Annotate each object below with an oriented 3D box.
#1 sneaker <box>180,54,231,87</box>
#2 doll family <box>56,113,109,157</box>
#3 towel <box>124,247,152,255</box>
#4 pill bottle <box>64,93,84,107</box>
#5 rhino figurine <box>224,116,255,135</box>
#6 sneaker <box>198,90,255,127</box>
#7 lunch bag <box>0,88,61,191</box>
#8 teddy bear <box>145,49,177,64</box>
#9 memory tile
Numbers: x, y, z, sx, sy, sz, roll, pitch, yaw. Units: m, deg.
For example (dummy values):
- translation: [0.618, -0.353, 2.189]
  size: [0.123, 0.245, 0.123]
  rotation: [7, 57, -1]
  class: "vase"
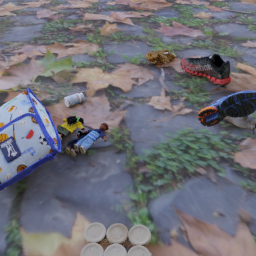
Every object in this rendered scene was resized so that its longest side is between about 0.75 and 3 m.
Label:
- translation: [3.671, -2.996, 13.223]
  size: [2.687, 1.313, 0.950]
  rotation: [31, 51, 34]
  class: "sneaker"
- translation: [-1.704, 0.178, 9.765]
  size: [2.413, 0.947, 1.395]
  rotation: [28, 45, 26]
  class: "doll family"
- translation: [0.027, 3.327, 6.573]
  size: [0.978, 0.175, 1.015]
  rotation: [7, 42, 13]
  class: "towel"
- translation: [-2.244, -1.199, 11.744]
  size: [0.783, 0.426, 0.426]
  rotation: [-26, 46, -28]
  class: "pill bottle"
- translation: [4.297, -0.378, 10.625]
  size: [0.888, 0.608, 2.032]
  rotation: [-36, 53, -26]
  class: "rhino figurine"
- translation: [2.383, -0.551, 6.573]
  size: [1.592, 0.600, 0.624]
  rotation: [-19, 20, 47]
  class: "sneaker"
- translation: [-3.389, 0.376, 8.540]
  size: [2.297, 1.673, 2.702]
  rotation: [-32, 48, -1]
  class: "lunch bag"
- translation: [1.729, -3.720, 14.758]
  size: [1.275, 0.587, 1.759]
  rotation: [33, 42, 23]
  class: "teddy bear"
- translation: [-0.309, 3.238, 6.439]
  size: [1.724, 0.189, 2.249]
  rotation: [0, 39, 6]
  class: "memory tile"
